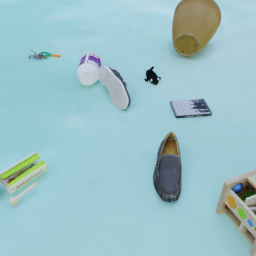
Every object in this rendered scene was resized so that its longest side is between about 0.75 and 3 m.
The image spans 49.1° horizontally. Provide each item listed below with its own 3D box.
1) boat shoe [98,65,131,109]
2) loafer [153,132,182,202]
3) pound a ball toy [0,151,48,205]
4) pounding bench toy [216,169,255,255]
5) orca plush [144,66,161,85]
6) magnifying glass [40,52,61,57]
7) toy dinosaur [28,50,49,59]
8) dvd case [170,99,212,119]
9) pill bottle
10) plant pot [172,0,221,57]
[{"bbox_3d":[-0.439,-1.761,12.067,0.795,0.974,2.636,2,37,-38],"label":"boat shoe"},{"bbox_3d":[1.206,1.099,8.438,0.870,0.864,2.390,2,39,1],"label":"loafer"},{"bbox_3d":[-3.049,1.517,8.251,0.970,0.632,1.488,45,52,11],"label":"pound a ball toy"},{"bbox_3d":[3.542,1.879,7.129,2.037,1.265,1.589,-15,40,-18],"label":"pounding bench toy"},{"bbox_3d":[1.201,-2.656,13.463,0.814,0.550,1.548,4,38,5],"label":"orca plush"},{"bbox_3d":[-4.373,-4.073,15.626,1.275,0.143,0.507,8,39,13],"label":"magnifying glass"},{"bbox_3d":[-5.006,-3.859,15.292,0.845,0.932,0.489,4,74,38],"label":"toy dinosaur"},{"bbox_3d":[2.542,-0.813,11.417,1.454,0.180,1.093,-5,39,-4],"label":"dvd case"},{"bbox_3d":[-1.828,-2.765,13.214,1.037,1.037,1.845,1,38,1],"label":"pill bottle"},{"bbox_3d":[3.529,-5.378,15.560,2.760,2.760,2.962,13,52,16],"label":"plant pot"}]
